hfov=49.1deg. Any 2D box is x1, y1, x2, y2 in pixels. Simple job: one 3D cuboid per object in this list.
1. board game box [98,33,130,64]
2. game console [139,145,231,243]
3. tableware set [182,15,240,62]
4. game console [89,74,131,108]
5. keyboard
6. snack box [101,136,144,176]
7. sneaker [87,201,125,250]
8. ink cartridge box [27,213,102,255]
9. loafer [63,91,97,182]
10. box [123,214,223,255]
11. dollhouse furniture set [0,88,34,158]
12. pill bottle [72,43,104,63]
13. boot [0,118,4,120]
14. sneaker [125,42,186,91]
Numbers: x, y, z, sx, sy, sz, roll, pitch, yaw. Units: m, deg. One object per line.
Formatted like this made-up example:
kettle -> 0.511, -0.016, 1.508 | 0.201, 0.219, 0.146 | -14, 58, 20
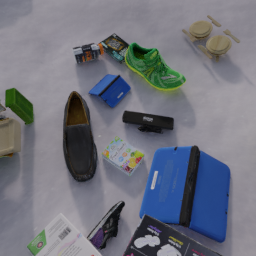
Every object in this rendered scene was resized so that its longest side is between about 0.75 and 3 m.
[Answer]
board game box -> -0.440, -3.254, 11.421 | 0.915, 0.190, 1.352 | -39, 67, -20
game console -> 1.752, 1.893, 8.323 | 2.074, 1.438, 2.430 | -6, 49, 33
tableware set -> 3.367, -3.670, 11.548 | 1.431, 0.434, 2.165 | -30, 58, -3
game console -> -0.672, -1.391, 10.379 | 1.005, 0.697, 1.178 | 46, 66, -11
keyboard -> 0.657, -0.132, 9.610 | 1.785, 0.354, 0.929 | 9, 37, 6
snack box -> -0.160, 0.889, 8.932 | 1.134, 0.300, 0.806 | 33, 65, 18
sneaker -> -0.462, 2.713, 7.835 | 0.617, 0.534, 1.409 | 41, 71, 5
ink cartridge box -> -1.614, 3.261, 7.325 | 1.611, 0.677, 1.167 | 38, 67, 20
loafer -> -1.623, 0.206, 8.875 | 1.092, 1.084, 2.999 | -12, 60, -7
box -> 0.712, 3.295, 6.029 | 1.896, 2.869, 1.646 | 25, 63, 14
dollhouse furniture set -> -4.024, 0.114, 9.002 | 1.558, 1.194, 2.379 | -15, 62, 5
pill bottle -> -1.561, -2.976, 11.007 | 1.176, 0.625, 0.625 | -17, 61, -9
boot -> -4.383, 0.367, 9.102 | 1.471, 0.544, 1.206 | -22, 64, -21
sneaker -> 0.941, -2.272, 10.324 | 2.602, 1.087, 0.964 | 33, 64, 17
